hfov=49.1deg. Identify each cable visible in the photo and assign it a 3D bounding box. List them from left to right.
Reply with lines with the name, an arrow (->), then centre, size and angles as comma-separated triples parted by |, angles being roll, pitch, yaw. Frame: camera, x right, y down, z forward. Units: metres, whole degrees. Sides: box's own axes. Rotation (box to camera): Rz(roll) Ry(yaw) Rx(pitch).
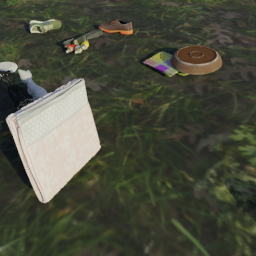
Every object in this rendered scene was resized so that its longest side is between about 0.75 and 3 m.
cable -> -2.032, -3.942, 12.795 | 1.215, 0.629, 2.501 | -2, 27, 23

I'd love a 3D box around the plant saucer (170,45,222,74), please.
plant saucer -> 2.640, -2.732, 10.881 | 1.989, 0.343, 1.989 | -4, 41, 3

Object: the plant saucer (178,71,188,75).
plant saucer -> 2.529, -2.444, 10.915 | 1.083, 0.260, 1.085 | -12, 37, 26

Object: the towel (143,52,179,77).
towel -> 1.536, -2.585, 11.236 | 1.186, 0.188, 1.652 | -33, 48, -27

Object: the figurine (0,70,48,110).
figurine -> -3.314, -1.335, 8.907 | 1.317, 0.581, 1.350 | 54, 26, 5

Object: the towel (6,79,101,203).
towel -> -1.527, 0.216, 6.597 | 0.370, 2.192, 2.295 | 8, 33, 29

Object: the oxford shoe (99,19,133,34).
oxford shoe -> -0.598, -5.036, 13.691 | 1.704, 0.618, 0.607 | 9, 43, 9

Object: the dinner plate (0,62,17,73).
dinner plate -> -4.986, -2.409, 11.211 | 1.052, 0.127, 1.052 | 0, 44, 0

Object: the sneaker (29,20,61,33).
sneaker -> -4.047, -4.874, 13.660 | 1.540, 0.516, 0.691 | -2, 53, -4
